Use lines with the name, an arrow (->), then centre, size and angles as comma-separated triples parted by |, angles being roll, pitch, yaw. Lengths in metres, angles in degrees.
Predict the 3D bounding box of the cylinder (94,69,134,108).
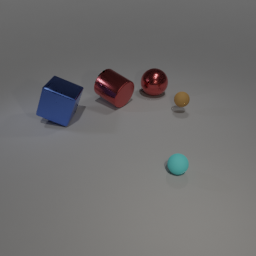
cylinder -> -0.653, -1.897, 13.335 | 1.400, 1.400, 1.400 | 34, 44, 23

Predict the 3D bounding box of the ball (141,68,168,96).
ball -> 1.345, -2.341, 14.314 | 1.400, 1.400, 1.400 | 0, 32, 0

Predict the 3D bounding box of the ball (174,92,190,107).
ball -> 2.429, -1.292, 12.635 | 0.700, 0.700, 0.700 | 0, 32, 0

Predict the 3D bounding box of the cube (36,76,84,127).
cube -> -2.904, -1.167, 12.028 | 1.400, 1.400, 1.400 | 22, 31, -6

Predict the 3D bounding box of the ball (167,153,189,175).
ball -> 1.658, 1.194, 9.288 | 0.700, 0.700, 0.700 | 0, 32, 0
